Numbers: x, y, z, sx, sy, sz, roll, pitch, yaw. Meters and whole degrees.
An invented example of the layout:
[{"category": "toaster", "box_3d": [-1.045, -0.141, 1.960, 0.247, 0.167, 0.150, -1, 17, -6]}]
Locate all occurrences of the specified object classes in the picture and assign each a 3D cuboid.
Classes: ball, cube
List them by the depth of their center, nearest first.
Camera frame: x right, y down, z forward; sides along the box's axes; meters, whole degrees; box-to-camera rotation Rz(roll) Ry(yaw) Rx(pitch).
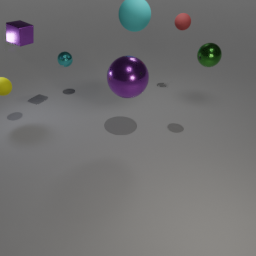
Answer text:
[{"category": "ball", "box_3d": [2.386, -2.139, 8.220, 0.700, 0.700, 0.700, 0, 31, 0]}, {"category": "ball", "box_3d": [-0.004, -1.685, 9.301, 1.400, 1.400, 1.400, 0, 31, 0]}, {"category": "cube", "box_3d": [-4.069, -3.578, 10.566, 0.700, 0.700, 0.700, 25, 36, 17]}, {"category": "ball", "box_3d": [-4.837, -1.593, 10.780, 0.700, 0.700, 0.700, 0, 31, 0]}, {"category": "ball", "box_3d": [2.359, -4.567, 12.048, 0.700, 0.700, 0.700, 0, 31, 0]}, {"category": "ball", "box_3d": [0.290, -4.882, 12.049, 1.400, 1.400, 1.400, 0, 31, 0]}, {"category": "ball", "box_3d": [-2.893, -3.157, 12.880, 0.700, 0.700, 0.700, 0, 31, 0]}]
